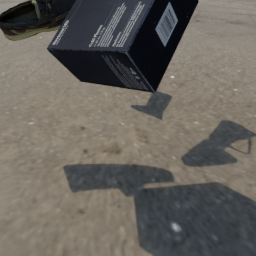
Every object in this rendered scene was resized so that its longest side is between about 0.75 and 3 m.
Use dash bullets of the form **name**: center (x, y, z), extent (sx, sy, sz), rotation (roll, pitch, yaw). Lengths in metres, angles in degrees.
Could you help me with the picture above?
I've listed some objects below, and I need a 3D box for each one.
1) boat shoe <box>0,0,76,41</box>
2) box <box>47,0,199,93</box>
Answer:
- **boat shoe**: center (-2.407, -3.175, 7.800), extent (2.469, 0.904, 0.800), rotation (-26, -3, -3)
- **box**: center (-0.087, -2.331, 6.312), extent (2.355, 1.346, 2.586), rotation (16, 72, 37)
